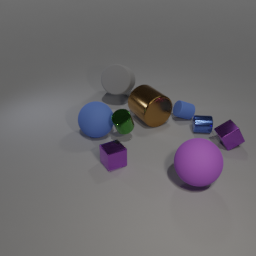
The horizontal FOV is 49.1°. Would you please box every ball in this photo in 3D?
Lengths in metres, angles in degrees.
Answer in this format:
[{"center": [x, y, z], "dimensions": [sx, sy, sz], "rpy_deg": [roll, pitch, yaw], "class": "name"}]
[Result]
[{"center": [2.048, 0.992, 8.172], "dimensions": [1.400, 1.400, 1.400], "rpy_deg": [0, 31, 0], "class": "ball"}, {"center": [-1.230, -0.325, 10.830], "dimensions": [1.400, 1.400, 1.400], "rpy_deg": [0, 31, 0], "class": "ball"}]

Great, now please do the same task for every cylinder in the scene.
[{"center": [-0.435, -2.296, 13.368], "dimensions": [1.400, 1.400, 1.400], "rpy_deg": [6, 9, 10], "class": "cylinder"}, {"center": [0.919, -0.953, 11.837], "dimensions": [1.400, 1.400, 1.400], "rpy_deg": [-16, 35, -25], "class": "cylinder"}, {"center": [2.978, -0.155, 11.216], "dimensions": [0.700, 0.700, 0.700], "rpy_deg": [3, 31, 5], "class": "cylinder"}, {"center": [2.411, -0.776, 12.080], "dimensions": [0.700, 0.700, 0.700], "rpy_deg": [13, 25, -23], "class": "cylinder"}, {"center": [-0.179, -0.228, 10.189], "dimensions": [0.700, 0.700, 0.700], "rpy_deg": [-7, 57, 11], "class": "cylinder"}]

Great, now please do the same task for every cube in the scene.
[{"center": [3.716, 0.255, 10.280], "dimensions": [0.700, 0.700, 0.700], "rpy_deg": [-31, 30, 10], "class": "cube"}, {"center": [-0.493, 0.917, 9.392], "dimensions": [0.700, 0.700, 0.700], "rpy_deg": [-16, 33, -25], "class": "cube"}]
